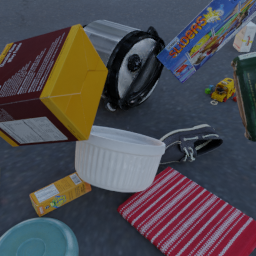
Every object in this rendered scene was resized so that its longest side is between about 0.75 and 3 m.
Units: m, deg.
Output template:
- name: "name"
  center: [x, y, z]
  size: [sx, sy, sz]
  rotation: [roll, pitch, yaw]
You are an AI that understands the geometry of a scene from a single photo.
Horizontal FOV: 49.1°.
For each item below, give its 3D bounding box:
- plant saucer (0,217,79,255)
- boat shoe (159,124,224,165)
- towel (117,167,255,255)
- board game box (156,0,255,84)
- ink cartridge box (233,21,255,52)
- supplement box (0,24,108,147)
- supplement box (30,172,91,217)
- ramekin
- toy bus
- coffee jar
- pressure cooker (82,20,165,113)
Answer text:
- name: "plant saucer"
  center: [-1.733, 2.283, 5.083]
  size: [1.642, 0.225, 1.642]
  rotation: [1, 37, 0]
- name: "boat shoe"
  center: [1.509, 0.469, 7.007]
  size: [2.142, 0.778, 0.672]
  rotation: [-18, 38, -29]
- name: "towel"
  center: [1.195, 1.856, 5.603]
  size: [1.745, 0.271, 2.413]
  rotation: [-32, 46, -32]
- name: "board game box"
  center: [1.944, -2.205, 6.448]
  size: [0.448, 2.599, 1.759]
  rotation: [51, 14, 15]
- name: "ink cartridge box"
  center: [5.289, -4.164, 12.710]
  size: [0.494, 1.185, 0.860]
  rotation: [0, 37, -5]
- name: "supplement box"
  center: [-1.251, -0.592, 4.184]
  size: [1.423, 0.945, 1.404]
  rotation: [-6, 53, 23]
- name: "supplement box"
  center: [-1.439, 1.396, 6.075]
  size: [1.247, 0.415, 0.429]
  rotation: [-23, 43, -26]
- name: "ramekin"
  center: [-0.224, 0.633, 6.038]
  size: [1.927, 1.012, 1.927]
  rotation: [11, 6, -1]
- name: "toy bus"
  center: [3.230, -1.305, 9.481]
  size: [1.030, 0.564, 1.091]
  rotation: [-2, 37, -2]
- name: "coffee jar"
  center: [2.675, -0.612, 3.629]
  size: [2.384, 1.243, 1.017]
  rotation: [-11, 5, 21]
- name: "pressure cooker"
  center: [-0.227, -1.901, 8.679]
  size: [2.732, 2.403, 2.440]
  rotation: [27, 39, 33]
